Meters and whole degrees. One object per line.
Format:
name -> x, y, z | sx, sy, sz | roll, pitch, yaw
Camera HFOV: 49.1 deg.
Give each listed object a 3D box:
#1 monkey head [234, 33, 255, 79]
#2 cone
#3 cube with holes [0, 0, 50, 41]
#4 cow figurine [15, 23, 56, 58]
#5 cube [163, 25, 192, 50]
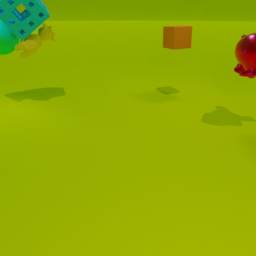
monkey head -> 3.452, -1.853, 7.257 | 1.321, 1.106, 1.836 | 8, 27, -5
cone -> -4.175, -2.913, 8.927 | 1.268, 1.268, 1.273 | -7, 21, -15
cube with holes -> -3.380, -3.770, 8.843 | 1.194, 1.194, 1.194 | -38, 40, 7
cow figurine -> -3.026, -2.895, 9.286 | 1.189, 0.663, 1.208 | -18, 36, 18
cube -> 1.762, -3.258, 10.046 | 0.759, 0.759, 0.759 | -11, 24, -23
